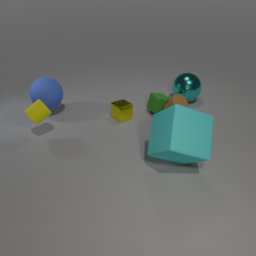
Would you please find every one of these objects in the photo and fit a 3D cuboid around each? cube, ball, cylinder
[{"bbox_3d":[1.361,-1.108,12.450,0.700,0.700,0.700,1,29,-29],"label":"cube"},{"bbox_3d":[1.608,0.254,8.695,1.400,1.400,1.400,15,-17,-21],"label":"cube"},{"bbox_3d":[-3.540,-1.498,12.203,1.400,1.400,1.400,0,30,0],"label":"ball"},{"bbox_3d":[-0.275,-0.751,12.105,0.700,0.700,0.700,-19,35,-29],"label":"cube"},{"bbox_3d":[-3.351,-0.593,10.450,0.700,0.700,0.700,-42,41,-7],"label":"cylinder"},{"bbox_3d":[1.907,-0.864,11.160,0.700,0.700,0.700,12,58,-19],"label":"cylinder"},{"bbox_3d":[2.832,-1.946,13.482,1.400,1.400,1.400,0,30,0],"label":"ball"}]
